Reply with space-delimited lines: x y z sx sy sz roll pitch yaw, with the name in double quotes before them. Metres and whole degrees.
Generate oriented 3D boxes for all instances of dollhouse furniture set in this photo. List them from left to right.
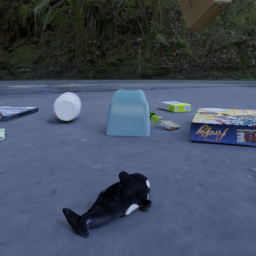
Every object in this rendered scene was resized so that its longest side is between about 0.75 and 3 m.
"dollhouse furniture set" 1.028 -0.100 8.737 1.108 0.428 0.554 33 23 34

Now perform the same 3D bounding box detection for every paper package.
"paper package" 2.104 -3.668 7.939 0.670 1.295 1.234 -7 -16 -32

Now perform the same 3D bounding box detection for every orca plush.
"orca plush" -0.182 0.794 3.630 1.454 0.517 0.765 -10 16 -40

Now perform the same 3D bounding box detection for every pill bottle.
"pill bottle" -2.142 -0.746 9.946 0.924 0.924 1.700 -2 12 -9

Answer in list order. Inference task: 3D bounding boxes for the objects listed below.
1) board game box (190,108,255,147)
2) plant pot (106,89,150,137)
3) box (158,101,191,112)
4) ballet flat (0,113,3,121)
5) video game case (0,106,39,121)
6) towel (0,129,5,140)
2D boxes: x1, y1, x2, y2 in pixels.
"board game box" 2.906 -0.114 7.946 1.991 0.509 2.939 4 12 18
"plant pot" 0.034 -0.486 8.021 1.193 1.219 1.197 1 12 6
"box" 2.002 -0.958 12.393 0.873 0.341 1.432 -5 13 -25
"ballet flat" -4.526 -0.288 8.914 0.518 0.518 1.417 3 10 13
"video game case" -4.790 -0.586 10.934 1.673 0.222 2.342 2 13 8
"towel" -3.688 0.200 7.453 0.778 0.119 1.020 -5 14 -21
